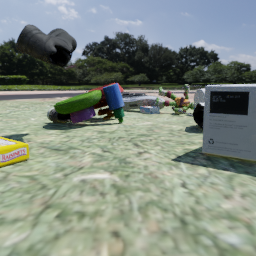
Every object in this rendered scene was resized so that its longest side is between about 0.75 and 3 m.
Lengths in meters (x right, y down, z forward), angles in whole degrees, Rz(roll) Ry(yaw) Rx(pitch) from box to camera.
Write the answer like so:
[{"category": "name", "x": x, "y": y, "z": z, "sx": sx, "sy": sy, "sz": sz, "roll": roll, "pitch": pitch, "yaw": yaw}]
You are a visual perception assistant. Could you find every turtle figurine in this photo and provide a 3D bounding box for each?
[{"category": "turtle figurine", "x": 2.038, "y": -1.236, "z": 11.401, "sx": 1.680, "sy": 1.247, "sz": 1.733, "roll": 12, "pitch": 8, "yaw": 9}]

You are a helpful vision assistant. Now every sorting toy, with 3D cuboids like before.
[{"category": "sorting toy", "x": -0.932, "y": -0.641, "z": 9.114, "sx": 1.778, "sy": 1.215, "sz": 2.959, "roll": -11, "pitch": 13, "yaw": 30}]

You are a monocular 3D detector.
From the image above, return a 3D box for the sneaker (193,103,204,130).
[{"category": "sneaker", "x": 2.943, "y": -0.296, "z": 7.320, "sx": 1.720, "sy": 1.128, "sz": 2.990, "roll": -16, "pitch": 9, "yaw": -31}]

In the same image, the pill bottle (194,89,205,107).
[{"category": "pill bottle", "x": 3.813, "y": -1.157, "z": 11.406, "sx": 2.103, "sy": 1.167, "sz": 1.167, "roll": -3, "pitch": 10, "yaw": -18}]

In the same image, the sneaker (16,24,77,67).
[{"category": "sneaker", "x": -1.638, "y": -1.784, "z": 6.466, "sx": 0.935, "sy": 0.782, "sz": 2.060, "roll": 34, "pitch": 24, "yaw": 5}]

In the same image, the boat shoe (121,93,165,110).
[{"category": "boat shoe", "x": 0.556, "y": -1.262, "z": 12.671, "sx": 2.370, "sy": 0.813, "sz": 0.671, "roll": 2, "pitch": 53, "yaw": 24}]

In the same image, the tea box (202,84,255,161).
[{"category": "tea box", "x": 2.582, "y": -0.163, "z": 5.073, "sx": 1.871, "sy": 1.250, "sz": 1.841, "roll": 7, "pitch": 12, "yaw": 38}]

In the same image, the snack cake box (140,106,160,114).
[{"category": "snack cake box", "x": 0.914, "y": -0.768, "z": 11.832, "sx": 0.483, "sy": 0.282, "sz": 0.840, "roll": -7, "pitch": 11, "yaw": -26}]

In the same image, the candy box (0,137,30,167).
[{"category": "candy box", "x": -3.097, "y": 0.297, "z": 4.755, "sx": 2.625, "sy": 0.347, "sz": 1.342, "roll": 9, "pitch": 14, "yaw": 29}]

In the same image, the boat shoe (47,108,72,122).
[{"category": "boat shoe", "x": -1.855, "y": -0.505, "z": 9.408, "sx": 0.508, "sy": 0.601, "sz": 1.687, "roll": 12, "pitch": 22, "yaw": 41}]
